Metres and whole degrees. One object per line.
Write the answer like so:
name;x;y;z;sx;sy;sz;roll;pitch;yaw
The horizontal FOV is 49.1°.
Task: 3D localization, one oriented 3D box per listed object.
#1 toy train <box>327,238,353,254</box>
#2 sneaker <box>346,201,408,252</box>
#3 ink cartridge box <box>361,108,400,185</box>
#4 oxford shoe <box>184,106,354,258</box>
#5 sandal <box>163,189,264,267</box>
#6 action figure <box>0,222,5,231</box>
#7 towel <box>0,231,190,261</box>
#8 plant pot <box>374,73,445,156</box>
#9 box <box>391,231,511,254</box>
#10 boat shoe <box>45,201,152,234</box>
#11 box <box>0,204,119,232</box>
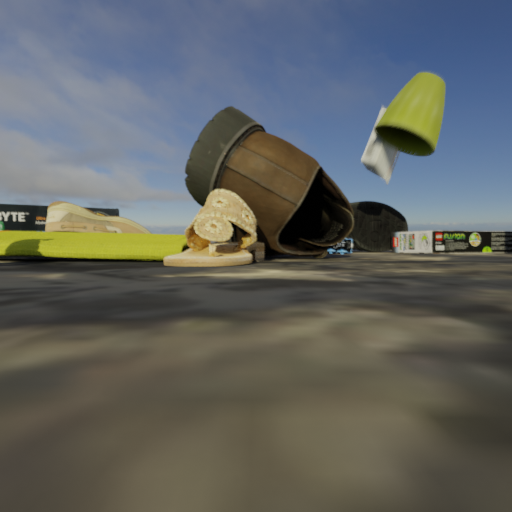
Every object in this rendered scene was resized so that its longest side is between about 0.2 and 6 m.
toy train;1.468;-0.193;10.777;0.826;0.358;0.472;0;-5;20
sneaker;1.439;-0.683;13.506;3.988;1.198;2.080;-1;2;-20
ink cartridge box;2.383;-1.993;10.377;0.304;1.030;1.286;20;-3;25
oxford shoe;0.414;-0.426;6.865;1.535;1.322;3.637;31;2;15
sandal;-0.324;-0.263;5.089;0.742;0.665;2.023;0;1;11
action figure;-4.580;-0.321;7.748;2.944;0.805;1.739;4;-1;23
towel;-2.532;-0.068;6.025;3.814;0.344;1.641;1;6;3
plant pot;2.646;-2.380;9.195;1.042;1.114;1.042;25;-6;3
box;4.614;-0.299;12.464;2.771;0.481;1.525;-1;1;-19
boat shoe;-2.526;-0.324;9.114;1.791;0.578;0.638;17;-31;-30
box;-5.232;-0.512;11.536;3.182;0.921;4.003;-1;1;-44
